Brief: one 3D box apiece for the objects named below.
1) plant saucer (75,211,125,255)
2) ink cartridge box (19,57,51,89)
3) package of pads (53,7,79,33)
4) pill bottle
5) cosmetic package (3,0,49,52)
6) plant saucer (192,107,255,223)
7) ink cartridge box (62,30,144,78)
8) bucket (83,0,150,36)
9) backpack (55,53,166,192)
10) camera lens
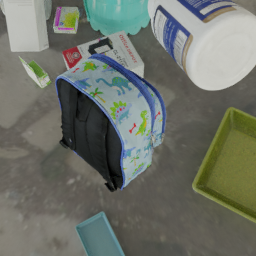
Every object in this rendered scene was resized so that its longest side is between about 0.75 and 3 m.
[{"bbox_3d":[-0.450,3.370,6.964,0.847,0.230,2.423,-26,69,-12],"label":"plant saucer"},{"bbox_3d":[-2.943,-1.850,8.910,0.391,1.033,0.763,-41,72,-17],"label":"ink cartridge box"},{"bbox_3d":[-2.234,-3.963,10.252,0.825,0.364,1.068,1,65,0],"label":"package of pads"},{"bbox_3d":[1.497,-2.285,6.292,1.622,1.622,2.923,-17,46,-7],"label":"pill bottle"},{"bbox_3d":[-3.267,-3.683,8.971,0.983,2.317,1.247,-2,23,-1],"label":"cosmetic package"},{"bbox_3d":[3.505,1.191,7.708,2.809,0.673,2.813,27,68,12],"label":"plant saucer"},{"bbox_3d":[-0.779,-2.013,9.053,2.183,0.904,1.591,-23,67,-10],"label":"ink cartridge box"},{"bbox_3d":[-0.311,-4.768,9.882,2.655,1.728,2.655,0,65,-1],"label":"bucket"},{"bbox_3d":[-0.362,-0.256,5.902,2.260,2.470,1.815,38,61,25],"label":"backpack"},{"bbox_3d":[-3.670,-4.516,10.015,1.546,1.237,1.237,7,65,3],"label":"camera lens"}]
